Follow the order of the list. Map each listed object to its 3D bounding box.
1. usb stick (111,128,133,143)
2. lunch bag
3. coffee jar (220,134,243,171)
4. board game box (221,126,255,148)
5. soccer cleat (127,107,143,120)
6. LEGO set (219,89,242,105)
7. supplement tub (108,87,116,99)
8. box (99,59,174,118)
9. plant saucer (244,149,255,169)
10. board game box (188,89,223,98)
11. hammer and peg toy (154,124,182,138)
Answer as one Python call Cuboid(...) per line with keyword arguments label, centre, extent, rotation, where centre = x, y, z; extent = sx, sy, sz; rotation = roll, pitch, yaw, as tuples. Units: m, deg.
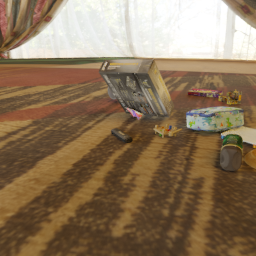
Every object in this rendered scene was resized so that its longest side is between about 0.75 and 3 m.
Cuboid(label="usb stick", centre=(-0.231, 0.253, 9.959), extent=(0.342, 0.201, 1.234), rotation=(-9, 20, -26))
Cuboid(label="lunch bag", centre=(3.295, -0.380, 10.781), extent=(1.912, 0.788, 1.537), rotation=(-8, 9, -21))
Cuboid(label="coffee jar", centre=(2.932, 0.671, 7.910), extent=(0.568, 0.695, 1.332), rotation=(5, 18, 21))
Cuboid(label="board game box", centre=(4.265, 0.309, 9.813), extent=(1.443, 0.187, 1.443), rotation=(-15, 23, -38))
Cuboid(label="soccer cleat", centre=(0.230, -0.625, 11.509), extent=(0.296, 0.318, 0.868), rotation=(5, 19, -46))
Cuboid(label="LEGO set", centre=(5.561, -1.774, 15.231), extent=(0.992, 0.747, 1.290), rotation=(-2, 18, -6))
Cuboid(label="supplement tub", centre=(0.005, -2.229, 15.764), extent=(1.293, 1.293, 2.417), rotation=(16, 24, 40))
Cuboid(label="box", centre=(0.418, -1.592, 11.583), extent=(2.269, 2.865, 0.693), rotation=(7, 61, 32))
Cuboid(label="plant saucer", centre=(4.089, 0.873, 7.995), extent=(1.440, 0.255, 1.440), rotation=(0, 18, 0))
Cuboid(label="board game box", centre=(4.744, -2.158, 17.209), extent=(1.888, 0.305, 1.133), rotation=(9, 16, 25))
Cuboid(label="hammer and peg toy", centre=(1.460, 0.138, 10.101), extent=(0.712, 0.341, 0.968), rotation=(-7, 20, -26))
